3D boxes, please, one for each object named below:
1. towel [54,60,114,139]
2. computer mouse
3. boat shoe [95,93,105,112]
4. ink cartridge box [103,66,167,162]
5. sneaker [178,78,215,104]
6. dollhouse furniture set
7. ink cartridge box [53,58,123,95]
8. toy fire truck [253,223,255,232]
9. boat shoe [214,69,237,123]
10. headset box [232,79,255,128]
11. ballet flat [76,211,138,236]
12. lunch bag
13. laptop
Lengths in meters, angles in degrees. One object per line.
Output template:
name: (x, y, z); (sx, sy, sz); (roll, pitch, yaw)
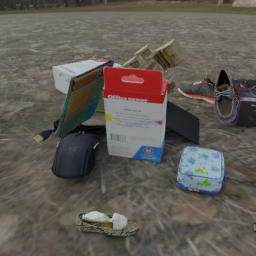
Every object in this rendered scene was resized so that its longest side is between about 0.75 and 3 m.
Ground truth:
towel: (-1.289, -0.827, 8.140); (0.251, 2.318, 1.700); (40, 45, 11)
computer mouse: (-1.768, 0.332, 7.956); (2.102, 0.689, 2.994); (5, 24, 7)
boat shoe: (-0.831, -1.216, 10.923); (2.972, 1.111, 1.016); (29, 36, 28)
ink cartridge box: (0.230, -0.469, 7.607); (1.563, 2.690, 0.905); (7, 34, 13)
sneaker: (3.192, -1.739, 11.912); (2.307, 0.945, 0.889); (23, 35, 36)
dollhouse furniture set: (0.958, -2.056, 10.027); (2.059, 1.804, 1.368); (-46, 16, -20)
ink cartridge box: (-1.840, -2.341, 12.887); (2.621, 1.085, 1.910); (-20, 34, -33)
toy fire truck: (2.678, 1.847, 5.310); (0.515, 0.800, 0.704); (2, 28, 2)
boat shoe: (3.290, -1.161, 9.725); (0.747, 0.748, 2.068); (-11, 53, 22)
headset box: (4.870, -0.890, 10.235); (1.999, 1.009, 2.689); (5, 28, 10)
ballet flat: (-0.434, 1.879, 5.594); (1.270, 0.478, 0.431); (3, 36, 5)
lunch bag: (1.861, 1.039, 7.077); (1.117, 0.573, 1.390); (6, 28, 15)
laptop: (1.268, -0.066, 9.679); (2.037, 1.180, 1.907); (-21, 20, 23)
